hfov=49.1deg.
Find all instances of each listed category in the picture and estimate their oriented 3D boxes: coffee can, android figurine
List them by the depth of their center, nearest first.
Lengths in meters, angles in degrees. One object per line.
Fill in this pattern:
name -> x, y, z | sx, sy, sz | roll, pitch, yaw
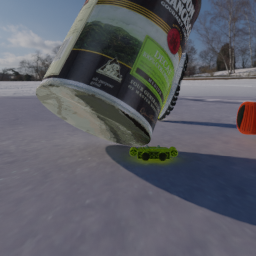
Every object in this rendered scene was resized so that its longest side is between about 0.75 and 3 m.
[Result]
android figurine -> 0.392, 0.374, 4.335 | 0.731, 0.165, 0.803 | 0, 5, 5
coffee can -> -0.078, -1.358, 5.055 | 2.051, 2.803, 2.051 | 20, -17, 7

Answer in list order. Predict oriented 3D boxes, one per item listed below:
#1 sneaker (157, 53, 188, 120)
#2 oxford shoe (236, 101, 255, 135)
sneaker -> 1.236, -1.454, 9.582 | 1.082, 2.396, 0.937 | 18, 3, 15
oxford shoe -> 2.901, -0.100, 4.991 | 0.914, 0.896, 2.519 | 5, 11, -4
